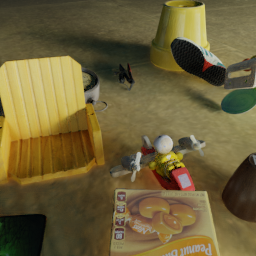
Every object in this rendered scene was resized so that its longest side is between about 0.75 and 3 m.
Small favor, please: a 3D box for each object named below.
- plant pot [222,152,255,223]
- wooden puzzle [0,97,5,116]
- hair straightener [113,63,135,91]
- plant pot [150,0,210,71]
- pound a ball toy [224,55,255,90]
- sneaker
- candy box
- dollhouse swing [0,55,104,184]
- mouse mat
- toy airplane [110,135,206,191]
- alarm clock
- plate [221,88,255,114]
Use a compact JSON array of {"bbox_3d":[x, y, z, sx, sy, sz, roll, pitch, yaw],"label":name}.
[{"bbox_3d":[2.628,1.130,5.803,1.117,1.195,1.117,0,35,0],"label":"plant pot"},{"bbox_3d":[-4.714,-0.892,9.437,2.405,0.448,2.224,8,35,3],"label":"wooden puzzle"},{"bbox_3d":[-0.194,-2.023,11.126,0.769,0.409,1.999,-5,40,-6],"label":"hair straightener"},{"bbox_3d":[2.301,-4.124,12.221,2.622,2.467,2.622,-1,35,1],"label":"plant pot"},{"bbox_3d":[4.183,-1.667,8.757,1.668,1.087,2.558,6,6,-2],"label":"pound a ball toy"},{"bbox_3d":[2.605,-2.597,10.592,2.726,0.960,1.274,25,29,-23],"label":"sneaker"},{"bbox_3d":[0.536,2.321,4.194,1.678,0.804,2.907,1,41,2],"label":"candy box"},{"bbox_3d":[-2.047,-0.323,6.996,2.540,2.233,2.308,-8,35,-13],"label":"dollhouse swing"},{"bbox_3d":[-2.508,2.479,4.857,1.875,0.088,2.330,-3,36,-4],"label":"mouse mat"},{"bbox_3d":[0.747,0.646,6.386,1.856,1.315,1.864,11,38,19],"label":"toy airplane"},{"bbox_3d":[-1.695,-1.170,9.317,1.839,0.908,2.727,-30,49,-35],"label":"alarm clock"},{"bbox_3d":[3.668,-0.853,9.158,1.237,0.158,1.237,-24,37,19],"label":"plate"}]
